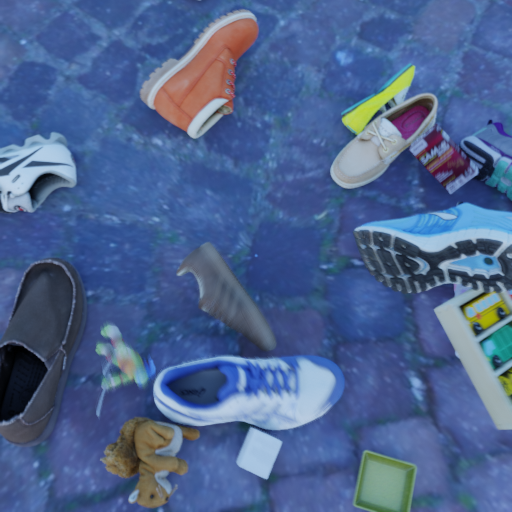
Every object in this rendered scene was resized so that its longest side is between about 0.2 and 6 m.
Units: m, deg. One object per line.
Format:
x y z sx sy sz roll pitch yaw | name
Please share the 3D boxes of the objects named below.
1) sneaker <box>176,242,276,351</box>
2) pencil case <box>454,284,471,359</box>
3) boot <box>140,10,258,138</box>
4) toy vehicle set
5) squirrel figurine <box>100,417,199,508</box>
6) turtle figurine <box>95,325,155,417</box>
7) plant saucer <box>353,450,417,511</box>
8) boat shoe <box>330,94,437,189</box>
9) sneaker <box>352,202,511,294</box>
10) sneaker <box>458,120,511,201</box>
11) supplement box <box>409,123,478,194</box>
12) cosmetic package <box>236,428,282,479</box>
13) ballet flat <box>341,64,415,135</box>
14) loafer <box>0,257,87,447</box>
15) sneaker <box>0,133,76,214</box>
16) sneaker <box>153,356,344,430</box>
-0.550 0.898 10.316 0.880 0.821 2.331 -35 79 -1 | sneaker
4.099 0.827 10.285 0.942 1.028 2.266 -5 66 23 | pencil case
-0.817 -3.944 12.257 1.682 1.177 3.138 42 81 10 | boot
4.887 1.184 9.687 3.480 0.461 2.162 -23 81 -27 | toy vehicle set
-1.836 3.461 9.414 1.415 1.001 1.320 9 77 19 | squirrel figurine
-2.511 1.832 9.726 1.250 0.899 1.212 -28 46 -23 | turtle figurine
2.170 3.893 9.507 0.925 0.222 0.926 15 69 6 | plant saucer
2.685 -2.496 11.675 2.773 0.959 1.022 -40 73 -14 | boat shoe
3.282 -0.208 9.879 3.391 1.329 1.525 6 38 45 | sneaker
5.638 -1.665 11.295 1.337 1.137 3.055 -41 73 -20 | sneaker
3.784 -1.955 11.315 1.271 0.692 0.387 45 35 -4 | supplement box
0.040 3.334 9.505 0.533 0.532 0.646 24 75 0 | cosmetic package
2.787 -3.362 12.267 2.080 0.695 0.697 -38 94 -11 | ballet flat
-3.843 1.547 9.907 1.254 1.219 3.434 0 68 0 | loafer
-5.052 -1.343 11.127 3.015 1.117 1.334 -25 68 -9 | sneaker
-0.086 2.295 9.487 3.320 1.463 1.250 -7 67 -4 | sneaker
